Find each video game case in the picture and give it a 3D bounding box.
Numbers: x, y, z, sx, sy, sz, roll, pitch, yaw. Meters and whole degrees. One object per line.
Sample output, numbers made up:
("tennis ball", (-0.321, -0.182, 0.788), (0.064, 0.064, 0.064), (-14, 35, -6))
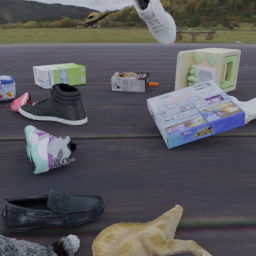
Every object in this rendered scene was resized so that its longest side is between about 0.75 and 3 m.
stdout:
("video game case", (1.830, -0.464, 7.987), (2.152, 0.489, 1.950), (-17, 36, -2))

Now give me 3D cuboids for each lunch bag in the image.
("lunch bag", (-6.223, -1.656, 11.813), (2.751, 1.039, 2.204), (-7, 20, -22))

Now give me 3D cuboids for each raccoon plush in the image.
("raccoon plush", (-1.320, 1.440, 3.515), (0.713, 0.987, 1.473), (12, 24, 29))

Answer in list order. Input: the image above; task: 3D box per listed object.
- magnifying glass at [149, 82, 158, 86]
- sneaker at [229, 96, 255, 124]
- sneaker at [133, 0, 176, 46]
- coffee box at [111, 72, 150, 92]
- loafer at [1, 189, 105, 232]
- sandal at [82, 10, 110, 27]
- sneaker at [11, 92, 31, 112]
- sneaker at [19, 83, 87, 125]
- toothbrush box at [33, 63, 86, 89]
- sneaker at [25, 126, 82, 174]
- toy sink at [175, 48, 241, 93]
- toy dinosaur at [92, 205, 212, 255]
("magnifying glass", (0.600, -2.283, 14.669), (1.954, 0.219, 0.778), (0, 21, 4))
("sneaker", (3.997, -0.471, 9.310), (2.141, 0.802, 1.067), (1, 44, -5))
("sneaker", (0.820, -3.920, 9.874), (0.993, 2.652, 1.321), (-12, 38, 35))
("coffee box", (0.145, -2.260, 13.689), (1.708, 0.682, 0.965), (4, 30, 12))
("loafer", (-1.184, 1.281, 4.539), (1.622, 0.569, 0.551), (-4, 21, -11))
("sandal", (-1.081, -3.629, 9.149), (1.088, 0.294, 0.437), (-38, 7, -20))
("sneaker", (-4.081, -0.999, 10.669), (0.662, 0.562, 1.526), (-5, 21, -11))
("sneaker", (-2.557, -0.922, 9.395), (2.575, 1.277, 0.910), (8, 22, 19))
("toothbrush box", (-3.626, -2.810, 14.920), (2.283, 0.983, 1.662), (-15, 25, -31))
("sneaker", (-1.771, 0.427, 6.798), (1.267, 0.704, 1.812), (-8, 31, -24))
("toy sink", (3.775, -2.593, 12.973), (2.986, 1.946, 1.673), (-18, 28, -42))
("toy dinosaur", (0.326, 1.533, 3.503), (1.482, 0.853, 2.931), (16, 26, 39))
